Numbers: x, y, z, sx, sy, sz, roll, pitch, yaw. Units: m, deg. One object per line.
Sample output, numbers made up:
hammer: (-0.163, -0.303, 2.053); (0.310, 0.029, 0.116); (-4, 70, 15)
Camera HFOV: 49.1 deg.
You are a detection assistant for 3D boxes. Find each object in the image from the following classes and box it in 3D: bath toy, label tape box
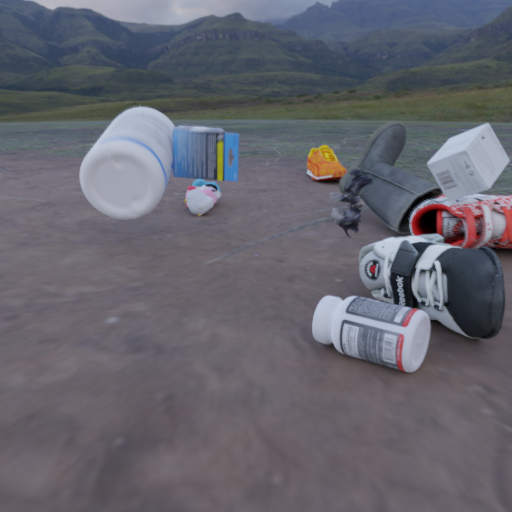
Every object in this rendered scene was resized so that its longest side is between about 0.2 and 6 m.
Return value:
bath toy: (-1.159, -1.228, 11.437); (0.692, 0.588, 1.592); (-33, 12, 10)
label tape box: (-0.702, -1.489, 8.170); (0.991, 0.714, 0.314); (7, 22, 11)

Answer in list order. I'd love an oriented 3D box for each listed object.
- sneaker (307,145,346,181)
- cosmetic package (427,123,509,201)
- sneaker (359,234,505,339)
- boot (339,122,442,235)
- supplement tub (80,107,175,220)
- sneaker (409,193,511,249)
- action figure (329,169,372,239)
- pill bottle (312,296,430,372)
sneaker: (1.840, -2.523, 15.274); (0.856, 0.905, 2.346); (-3, 18, -13)
cosmetic package: (2.925, -1.287, 7.729); (0.785, 0.657, 0.653); (-44, 15, -33)
sneaker: (1.696, 0.279, 5.892); (1.101, 0.922, 2.488); (0, 7, -3)
boot: (2.542, -1.455, 9.984); (0.747, 1.871, 2.057); (32, 5, -26)
supplement tub: (-1.781, -1.385, 8.161); (1.148, 1.148, 1.740); (1, 32, 2)
sneaker: (3.634, -0.394, 8.047); (1.505, 0.938, 2.809); (-17, 20, -40)
action figure: (1.304, -0.724, 8.036); (0.514, 1.007, 0.598); (5, 35, -10)
pill bottle: (1.028, 0.669, 5.070); (0.951, 0.551, 0.551); (12, 20, 34)
